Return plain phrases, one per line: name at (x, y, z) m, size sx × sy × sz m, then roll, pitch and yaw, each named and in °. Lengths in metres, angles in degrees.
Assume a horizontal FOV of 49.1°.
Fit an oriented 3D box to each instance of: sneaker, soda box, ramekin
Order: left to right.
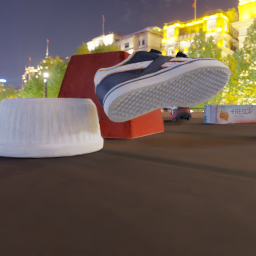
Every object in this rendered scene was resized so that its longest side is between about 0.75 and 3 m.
ramekin at (-1.159, -0.058, 4.131) m, size 1.600 × 0.745 × 1.600 m, roll 0°, pitch 5°, yaw 0°
sneaker at (0.503, -0.741, 4.050) m, size 2.060 × 0.808 × 0.818 m, roll -13°, pitch 50°, yaw -24°
sneaker at (2.500, -0.938, 13.351) m, size 0.885 × 1.223 × 2.503 m, roll 3°, pitch 6°, yaw 2°
soda box at (4.304, -0.581, 11.380) m, size 2.421 × 0.770 × 0.828 m, roll -1°, pitch 4°, yaw -23°

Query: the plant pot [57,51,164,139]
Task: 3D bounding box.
plant pot at (-0.422, -0.787, 6.785) m, size 2.086 × 1.838 × 2.084 m, roll 2°, pitch 4°, yaw 27°
